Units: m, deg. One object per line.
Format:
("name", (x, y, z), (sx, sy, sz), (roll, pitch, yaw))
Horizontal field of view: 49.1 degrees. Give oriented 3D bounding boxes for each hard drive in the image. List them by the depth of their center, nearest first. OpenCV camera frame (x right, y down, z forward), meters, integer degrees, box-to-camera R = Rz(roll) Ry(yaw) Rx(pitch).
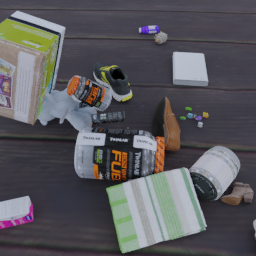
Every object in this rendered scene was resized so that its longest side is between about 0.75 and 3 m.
("hard drive", (2.906, -2.838, 13.272), (1.524, 0.304, 2.311), (4, 46, 4))

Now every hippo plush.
("hippo plush", (-2.505, -0.617, 10.487), (1.992, 1.973, 2.477), (-13, 22, 30))

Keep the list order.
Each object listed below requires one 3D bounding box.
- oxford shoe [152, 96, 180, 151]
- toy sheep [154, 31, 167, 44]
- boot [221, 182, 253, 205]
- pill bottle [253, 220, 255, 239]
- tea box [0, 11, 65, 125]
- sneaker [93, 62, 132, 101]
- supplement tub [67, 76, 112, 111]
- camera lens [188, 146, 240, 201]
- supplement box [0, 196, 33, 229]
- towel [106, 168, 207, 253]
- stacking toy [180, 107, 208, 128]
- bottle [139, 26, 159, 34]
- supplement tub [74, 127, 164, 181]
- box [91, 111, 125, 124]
("oxford shoe", (1.482, -0.150, 10.479), (0.913, 0.914, 2.562), (19, 46, -17))
("toy sheep", (1.791, -4.839, 15.000), (0.893, 0.615, 0.615), (-39, 57, -21))
("boot", (3.355, 1.997, 8.649), (0.990, 0.348, 0.724), (8, 40, 6))
("pill bottle", (3.771, 3.054, 7.311), (0.730, 0.730, 1.291), (1, 46, 1))
("tea box", (-3.296, -1.937, 8.972), (1.684, 2.521, 2.480), (17, 39, -7))
("sneaker", (-0.648, -2.311, 12.177), (1.007, 1.144, 2.703), (-26, 51, -24))
("supplement tub", (-1.257, -1.129, 9.135), (1.326, 0.812, 0.812), (22, 39, -28))
("camera lens", (2.600, 1.389, 8.599), (1.172, 1.172, 1.465), (34, 56, 28))
("supplement box", (-3.343, 2.434, 8.027), (1.114, 0.563, 0.575), (-12, 47, -11))
("towel", (0.781, 2.267, 7.945), (2.481, 0.381, 1.851), (-12, 71, -9))
("stacking toy", (2.604, -0.429, 11.038), (0.959, 0.225, 0.723), (20, 48, 21))
("bottle", (1.180, -5.555, 15.840), (1.080, 0.353, 0.451), (-6, 47, -6))
("supplement tub", (-0.225, 0.842, 8.835), (2.648, 1.622, 1.622), (3, 46, 4))
("box", (-0.665, -0.328, 9.303), (1.089, 0.872, 0.237), (-6, 84, -3))
